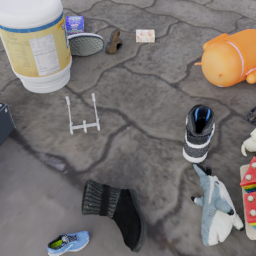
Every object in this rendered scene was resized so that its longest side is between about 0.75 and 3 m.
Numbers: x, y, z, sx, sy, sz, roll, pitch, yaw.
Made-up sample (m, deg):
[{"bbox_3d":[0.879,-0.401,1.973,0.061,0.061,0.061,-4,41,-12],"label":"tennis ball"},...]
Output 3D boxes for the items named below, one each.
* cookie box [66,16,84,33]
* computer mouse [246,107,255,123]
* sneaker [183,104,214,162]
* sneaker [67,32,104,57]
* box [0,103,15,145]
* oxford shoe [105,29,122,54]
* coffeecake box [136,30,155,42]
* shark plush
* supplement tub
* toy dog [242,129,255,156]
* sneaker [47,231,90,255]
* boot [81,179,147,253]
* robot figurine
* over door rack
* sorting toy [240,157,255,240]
[{"bbox_3d":[-2.538,-4.946,13.386,0.836,0.367,0.977,-5,47,-4],"label":"cookie box"},{"bbox_3d":[5.024,-0.611,9.455,2.346,0.399,0.688,-17,61,-8],"label":"computer mouse"},{"bbox_3d":[2.214,-0.280,8.296,0.898,1.375,2.457,10,42,10],"label":"sneaker"},{"bbox_3d":[-2.519,-3.955,11.977,2.851,1.084,2.060,-8,50,-6],"label":"sneaker"},{"bbox_3d":[-4.987,0.362,7.945,2.031,1.135,2.878,15,49,13],"label":"box"},{"bbox_3d":[-0.509,-3.736,12.203,0.625,0.538,1.481,11,60,6],"label":"oxford shoe"},{"bbox_3d":[0.785,-4.183,12.730,0.815,0.298,0.625,0,47,0],"label":"coffeecake box"},{"bbox_3d":[1.990,1.698,7.032,0.947,1.033,2.273,-28,51,16],"label":"shark plush"},{"bbox_3d":[-3.148,-2.924,9.740,2.147,2.968,2.147,0,48,0],"label":"supplement tub"},{"bbox_3d":[3.947,0.570,7.998,1.064,0.766,1.098,-43,64,-4],"label":"toy dog"},{"bbox_3d":[-1.349,2.598,6.366,0.993,0.443,0.390,-17,50,-16],"label":"sneaker"},{"bbox_3d":[-0.390,1.976,6.409,1.328,0.668,1.776,16,25,-21],"label":"boot"},{"bbox_3d":[3.944,-2.570,10.313,2.967,1.730,2.134,-25,92,-22],"label":"robot figurine"},{"bbox_3d":[-1.447,-0.432,9.100,0.954,0.430,1.291,-9,69,-7],"label":"over door rack"},{"bbox_3d":[3.603,1.377,6.525,2.026,0.705,2.014,-24,36,35],"label":"sorting toy"}]
